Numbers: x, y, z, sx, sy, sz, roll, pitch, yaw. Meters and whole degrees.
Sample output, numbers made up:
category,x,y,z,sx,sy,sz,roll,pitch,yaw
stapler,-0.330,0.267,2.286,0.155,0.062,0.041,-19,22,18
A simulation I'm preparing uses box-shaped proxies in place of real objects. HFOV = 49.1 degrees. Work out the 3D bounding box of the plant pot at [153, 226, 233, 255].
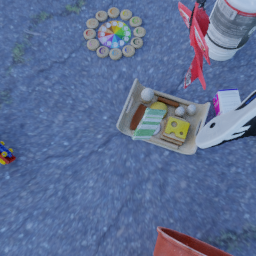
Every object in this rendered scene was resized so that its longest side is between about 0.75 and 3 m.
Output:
category,x,y,z,sx,sy,sz,roll,pitch,yaw
plant pot,1.558,4.363,6.970,2.837,2.837,2.759,21,80,8

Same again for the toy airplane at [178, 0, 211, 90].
category,x,y,z,sx,sy,sz,roll,pitch,yaw
toy airplane,1.866,-2.202,7.522,0.526,2.859,2.859,-7,70,-1

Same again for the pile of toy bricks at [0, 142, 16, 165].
category,x,y,z,sx,sy,sz,roll,pitch,yaw
pile of toy bricks,-5.106,0.650,9.102,2.550,1.415,1.259,39,111,3

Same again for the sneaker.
category,x,y,z,sx,sy,sz,roll,pitch,yaw
sneaker,3.076,0.101,7.335,1.328,2.374,0.867,38,31,-22

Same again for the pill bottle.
category,x,y,z,sx,sy,sz,roll,pitch,yaw
pill bottle,3.620,-3.682,9.664,1.599,2.808,1.599,1,70,-2

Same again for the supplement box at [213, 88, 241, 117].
category,x,y,z,sx,sy,sz,roll,pitch,yaw
supplement box,3.482,-0.574,9.672,0.722,0.707,1.397,-5,70,-2

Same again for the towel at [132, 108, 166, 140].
category,x,y,z,sx,sy,sz,roll,pitch,yaw
towel,0.537,-0.089,7.291,0.717,0.941,0.110,3,33,-43

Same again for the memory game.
category,x,y,z,sx,sy,sz,roll,pitch,yaw
memory game,-0.530,-3.790,11.124,2.505,0.160,2.505,0,71,0

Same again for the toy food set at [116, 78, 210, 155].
category,x,y,z,sx,sy,sz,roll,pitch,yaw
toy food set,1.227,-0.438,9.552,2.750,0.831,1.973,19,71,7
